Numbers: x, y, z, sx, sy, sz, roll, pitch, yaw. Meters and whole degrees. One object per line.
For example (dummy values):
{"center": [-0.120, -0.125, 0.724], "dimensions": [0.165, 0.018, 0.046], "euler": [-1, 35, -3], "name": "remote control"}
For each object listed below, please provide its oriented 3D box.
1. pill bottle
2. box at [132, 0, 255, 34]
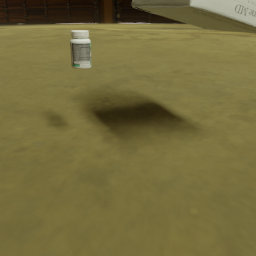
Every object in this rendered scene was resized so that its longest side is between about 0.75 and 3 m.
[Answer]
{"center": [-1.161, -1.928, 6.886], "dimensions": [0.495, 0.875, 0.495], "euler": [1, 21, 0], "name": "pill bottle"}
{"center": [1.828, -3.285, 6.413], "dimensions": [2.505, 1.646, 2.519], "euler": [3, 20, -29], "name": "box"}
